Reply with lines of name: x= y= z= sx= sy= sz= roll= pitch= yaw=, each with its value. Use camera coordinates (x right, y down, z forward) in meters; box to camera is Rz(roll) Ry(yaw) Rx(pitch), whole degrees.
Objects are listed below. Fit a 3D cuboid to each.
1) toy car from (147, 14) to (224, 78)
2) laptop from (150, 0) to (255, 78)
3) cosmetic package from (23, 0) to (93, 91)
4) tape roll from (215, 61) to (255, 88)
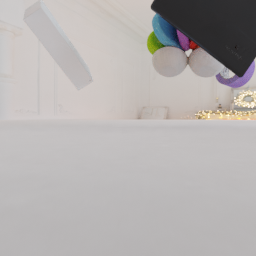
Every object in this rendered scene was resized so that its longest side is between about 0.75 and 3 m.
toy car: x=1.624 y=-2.538 z=7.411 sx=2.335 sy=2.043 sz=1.751 roll=3 pitch=-27 yaw=13
laptop: x=1.727 y=-2.586 z=5.269 sx=2.186 sy=2.334 sz=1.353 roll=30 pitch=-49 yaw=-20
cosmetic package: x=-2.080 y=-2.473 z=8.587 sx=0.665 sy=2.626 sz=1.084 roll=-32 pitch=37 yaw=4
tape roll: x=3.509 y=-1.964 z=9.254 sx=0.512 sy=1.205 sz=1.205 roll=11 pitch=-4 yaw=-32
